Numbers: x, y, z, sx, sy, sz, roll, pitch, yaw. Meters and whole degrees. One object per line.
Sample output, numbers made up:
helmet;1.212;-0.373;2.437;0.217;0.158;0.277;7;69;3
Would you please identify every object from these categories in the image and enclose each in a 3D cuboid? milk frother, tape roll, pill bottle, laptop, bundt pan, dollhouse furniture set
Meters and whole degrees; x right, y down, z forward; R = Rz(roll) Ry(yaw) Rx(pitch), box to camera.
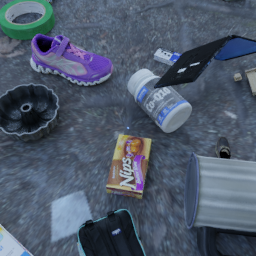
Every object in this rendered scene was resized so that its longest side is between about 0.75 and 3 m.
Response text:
milk frother;2.414;1.445;4.982;2.452;2.607;2.353;5;60;4
tape roll;-3.560;-3.884;9.890;1.875;0.451;1.875;0;56;0
pill bottle;0.789;-0.765;7.448;0.959;0.959;1.686;-31;61;-19
laptop;1.538;-1.114;5.226;0.848;1.455;1.642;44;78;-16
bundt pan;-2.599;-0.350;7.372;1.697;0.637;1.697;0;56;0
dollhouse furniture set;4.041;-1.075;8.110;1.560;0.762;1.331;-14;52;19

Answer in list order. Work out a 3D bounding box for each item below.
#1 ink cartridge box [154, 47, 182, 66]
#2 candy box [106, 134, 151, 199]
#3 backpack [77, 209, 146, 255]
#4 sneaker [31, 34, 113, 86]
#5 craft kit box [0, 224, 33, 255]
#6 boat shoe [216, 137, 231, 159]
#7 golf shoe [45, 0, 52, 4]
ink cartridge box;1.340;-2.240;8.915;0.935;0.207;0.439;24;60;16
candy box;0.043;0.887;6.668;0.837;0.405;1.434;9;55;7
backpack;-0.286;2.384;5.263;1.154;1.006;1.312;-16;54;-22
sneaker;-1.741;-2.102;8.249;2.646;1.170;1.064;14;56;8
craft kit box;-3.556;2.744;5.320;2.521;0.619;2.553;34;62;18
boat shoe;2.381;0.626;6.860;0.381;0.375;1.023;5;56;4
golf shoe;-3.008;-5.306;10.711;0.570;0.708;1.457;10;55;9
